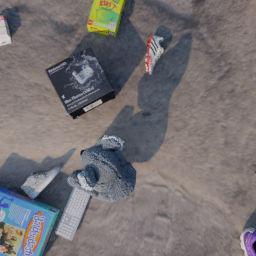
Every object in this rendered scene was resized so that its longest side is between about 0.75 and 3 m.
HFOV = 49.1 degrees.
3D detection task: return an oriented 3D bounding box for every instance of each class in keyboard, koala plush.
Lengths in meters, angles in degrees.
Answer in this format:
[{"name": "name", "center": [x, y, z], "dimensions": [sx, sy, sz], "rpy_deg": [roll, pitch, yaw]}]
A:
[{"name": "keyboard", "center": [-1.771, 2.631, 9.667], "dimensions": [0.647, 0.123, 2.299], "rpy_deg": [21, 80, 3]}, {"name": "koala plush", "center": [-0.731, 1.185, 8.545], "dimensions": [2.067, 2.249, 1.995], "rpy_deg": [32, 70, 17]}]

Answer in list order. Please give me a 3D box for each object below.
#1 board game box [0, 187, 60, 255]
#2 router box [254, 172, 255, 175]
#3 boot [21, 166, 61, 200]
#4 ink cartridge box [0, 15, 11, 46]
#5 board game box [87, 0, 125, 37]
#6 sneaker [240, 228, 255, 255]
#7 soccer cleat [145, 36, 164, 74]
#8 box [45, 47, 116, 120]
[{"name": "board game box", "center": [-3.964, 3.274, 9.376], "dimensions": [2.719, 0.612, 2.068], "rpy_deg": [21, 83, 3]}, {"name": "router box", "center": [5.369, 1.320, 9.751], "dimensions": [1.210, 0.402, 1.539], "rpy_deg": [35, 84, 4]}, {"name": "boot", "center": [-3.013, 1.711, 9.626], "dimensions": [0.700, 0.539, 1.464], "rpy_deg": [43, 85, -1]}, {"name": "ink cartridge box", "center": [-4.775, -3.619, 10.460], "dimensions": [0.578, 0.335, 0.993], "rpy_deg": [-16, 83, -2]}, {"name": "board game box", "center": [-0.725, -4.592, 10.502], "dimensions": [1.075, 0.504, 2.115], "rpy_deg": [14, 82, 2]}, {"name": "sneaker", "center": [4.308, 4.437, 9.063], "dimensions": [0.907, 0.938, 2.249], "rpy_deg": [-18, 83, -2]}, {"name": "soccer cleat", "center": [0.980, -2.682, 10.258], "dimensions": [0.638, 0.514, 1.499], "rpy_deg": [4, 78, 5]}, {"name": "box", "center": [-1.634, -1.535, 9.820], "dimensions": [1.767, 1.055, 1.797], "rpy_deg": [-29, 82, -4]}]
